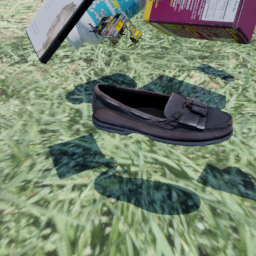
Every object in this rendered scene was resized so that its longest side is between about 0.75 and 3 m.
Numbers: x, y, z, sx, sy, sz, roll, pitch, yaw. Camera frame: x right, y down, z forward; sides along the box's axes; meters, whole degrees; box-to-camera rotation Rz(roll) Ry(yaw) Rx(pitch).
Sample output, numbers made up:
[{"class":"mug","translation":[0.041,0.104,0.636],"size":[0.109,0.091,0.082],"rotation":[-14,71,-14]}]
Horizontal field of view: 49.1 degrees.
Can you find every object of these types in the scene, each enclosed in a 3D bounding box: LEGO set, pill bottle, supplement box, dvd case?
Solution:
[{"class":"LEGO set","translation":[-0.244,-1.592,4.866],"size":[0.881,0.677,0.510],"rotation":[21,74,41]},{"class":"pill bottle","translation":[-0.821,-3.490,8.401],"size":[2.580,1.429,1.429],"rotation":[-39,49,-3]},{"class":"supplement box","translation":[2.054,-3.327,7.812],"size":[2.697,1.392,1.766],"rotation":[19,10,32]},{"class":"dvd case","translation":[-1.152,-2.198,5.033],"size":[1.886,0.165,1.346],"rotation":[-47,48,15]}]

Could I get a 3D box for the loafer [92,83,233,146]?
[{"class":"loafer","translation":[0.566,-0.294,5.072],"size":[2.652,0.835,0.953],"rotation":[6,37,13]}]
